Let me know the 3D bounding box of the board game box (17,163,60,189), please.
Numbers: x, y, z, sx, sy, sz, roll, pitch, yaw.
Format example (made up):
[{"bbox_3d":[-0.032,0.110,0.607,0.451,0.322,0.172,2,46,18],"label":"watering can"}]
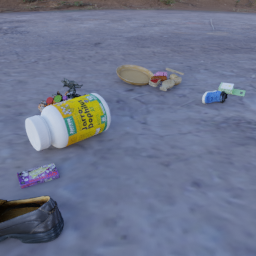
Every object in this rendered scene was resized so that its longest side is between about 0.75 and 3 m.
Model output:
[{"bbox_3d":[-2.423,1.276,7.560,1.008,0.163,0.605,-14,36,-24],"label":"board game box"}]

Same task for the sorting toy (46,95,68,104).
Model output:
[{"bbox_3d":[-2.477,-0.969,9.919,0.795,0.274,0.276,-8,67,14],"label":"sorting toy"}]

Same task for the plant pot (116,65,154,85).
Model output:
[{"bbox_3d":[0.353,-2.687,14.337,1.980,0.272,1.980,9,36,-6],"label":"plant pot"}]

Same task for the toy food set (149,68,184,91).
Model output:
[{"bbox_3d":[1.800,-2.363,13.888,1.470,0.364,2.312,25,39,26],"label":"toy food set"}]

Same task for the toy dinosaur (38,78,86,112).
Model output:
[{"bbox_3d":[-2.284,-0.958,11.026,2.299,1.174,1.560,14,47,-10],"label":"toy dinosaur"}]

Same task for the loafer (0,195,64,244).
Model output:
[{"bbox_3d":[-2.672,1.807,5.731,2.591,0.937,0.943,-5,30,-8],"label":"loafer"}]

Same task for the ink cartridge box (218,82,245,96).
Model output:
[{"bbox_3d":[4.881,-1.816,13.109,1.157,0.278,0.842,11,30,23],"label":"ink cartridge box"}]

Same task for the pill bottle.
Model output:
[{"bbox_3d":[-1.887,-0.182,8.929,2.446,1.379,1.379,-22,35,-35],"label":"pill bottle"}]

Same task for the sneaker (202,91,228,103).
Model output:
[{"bbox_3d":[3.752,-1.301,11.911,1.267,0.486,0.705,-17,24,-41],"label":"sneaker"}]
